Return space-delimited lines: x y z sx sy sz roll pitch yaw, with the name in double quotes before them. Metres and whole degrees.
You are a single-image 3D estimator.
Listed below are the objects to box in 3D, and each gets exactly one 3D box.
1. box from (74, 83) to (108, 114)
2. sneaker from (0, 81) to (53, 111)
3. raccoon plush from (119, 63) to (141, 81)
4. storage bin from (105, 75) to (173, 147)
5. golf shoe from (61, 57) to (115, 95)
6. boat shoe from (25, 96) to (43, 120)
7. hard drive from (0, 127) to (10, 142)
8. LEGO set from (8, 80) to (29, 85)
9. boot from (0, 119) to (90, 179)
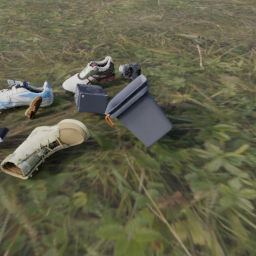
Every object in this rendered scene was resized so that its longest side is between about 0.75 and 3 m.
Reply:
"box" -1.188 -0.945 8.862 0.853 0.615 1.149 4 21 -18
"sneaker" -3.712 -1.090 9.188 2.427 0.880 0.872 -6 24 -13
"raccoon plush" -0.149 -2.242 10.572 0.947 0.684 1.413 15 -3 34
"storage bin" 0.289 -0.373 7.452 1.496 1.381 2.055 -40 11 9
"golf shoe" -1.475 -1.960 10.254 2.152 0.948 0.831 -28 59 -20
"boat shoe" -2.910 -0.625 8.779 0.306 0.850 0.287 13 32 -53
"hard drive" -3.677 0.251 7.565 0.848 0.179 0.572 -15 34 14
"LEGO set" -3.769 -1.330 9.673 0.689 0.922 0.226 5 70 -18
"boot" -2.017 0.523 6.827 2.015 0.726 1.558 -8 30 32
